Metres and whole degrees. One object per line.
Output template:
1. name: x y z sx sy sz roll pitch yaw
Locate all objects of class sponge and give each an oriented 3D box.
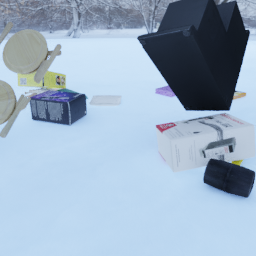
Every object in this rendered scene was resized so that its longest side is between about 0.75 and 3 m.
1. sponge: 2.227 -1.843 13.452 1.758 0.262 0.981 -20 29 -41

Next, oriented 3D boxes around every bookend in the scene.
1. bookend: 1.836 -2.276 6.945 1.265 2.747 2.729 3 61 39

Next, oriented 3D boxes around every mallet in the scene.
1. mallet: 2.537 0.704 6.832 0.987 0.617 2.997 13 21 19

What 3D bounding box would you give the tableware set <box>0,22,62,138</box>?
1. tableware set: -2.407 -1.004 5.870 1.500 2.269 0.455 27 -8 16

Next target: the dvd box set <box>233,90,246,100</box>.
1. dvd box set: 4.604 -1.510 12.708 1.276 0.188 0.933 -16 26 -34

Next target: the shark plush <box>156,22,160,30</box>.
1. shark plush: 1.695 -4.094 11.892 1.098 0.457 0.499 18 -12 -6

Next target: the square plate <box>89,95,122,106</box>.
1. square plate: -0.916 -1.143 11.814 1.273 0.181 1.261 1 21 1

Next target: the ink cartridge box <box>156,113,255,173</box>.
1. ink cartridge box: 1.830 0.284 6.896 1.991 0.825 1.461 -10 16 -6

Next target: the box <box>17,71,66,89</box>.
1. box: -3.768 -2.170 12.605 1.126 0.750 2.992 1 7 5

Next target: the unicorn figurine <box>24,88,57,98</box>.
1. unicorn figurine: -3.738 -1.490 12.099 1.127 0.606 1.641 -16 28 -34

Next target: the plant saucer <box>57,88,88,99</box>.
1. plant saucer: -2.643 -1.556 12.865 0.681 0.185 1.947 -18 27 -38

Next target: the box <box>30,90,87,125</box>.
1. box: -2.448 -0.756 9.955 1.618 0.844 1.197 7 22 18
